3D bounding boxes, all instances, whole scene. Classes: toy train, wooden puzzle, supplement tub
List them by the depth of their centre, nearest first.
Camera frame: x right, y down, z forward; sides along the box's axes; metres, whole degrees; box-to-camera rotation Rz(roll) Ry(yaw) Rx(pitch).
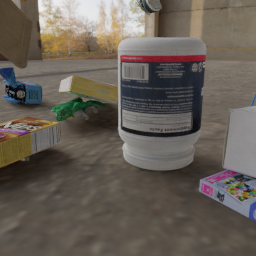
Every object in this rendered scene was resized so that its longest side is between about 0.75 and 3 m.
[{"bbox_3d":[0.660,-0.569,5.829,1.745,2.486,1.745,0,17,0],"label":"supplement tub"},{"bbox_3d":[-3.207,-2.663,7.326,0.331,2.830,1.909,-4,-23,17],"label":"wooden puzzle"},{"bbox_3d":[-4.530,-1.545,11.958,1.281,0.972,2.243,0,12,-34],"label":"toy train"}]

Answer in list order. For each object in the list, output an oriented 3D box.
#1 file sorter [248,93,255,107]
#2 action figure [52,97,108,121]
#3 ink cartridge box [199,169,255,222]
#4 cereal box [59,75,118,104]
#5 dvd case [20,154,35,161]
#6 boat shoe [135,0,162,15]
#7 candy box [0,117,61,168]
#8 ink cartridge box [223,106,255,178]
[{"bbox_3d":[4.581,-0.713,8.011,1.726,1.059,1.198,8,15,-34],"label":"file sorter"},{"bbox_3d":[-1.675,-0.572,8.917,1.463,0.678,2.478,1,10,14],"label":"action figure"},{"bbox_3d":[1.874,1.048,4.363,0.787,0.277,1.320,-11,22,-32],"label":"ink cartridge box"},{"bbox_3d":[-1.256,-1.330,10.150,2.121,0.583,2.948,11,2,-22],"label":"cereal box"},{"bbox_3d":[-2.850,0.471,6.503,1.568,0.125,1.166,1,17,3],"label":"dvd case"},{"bbox_3d":[0.644,-4.154,9.178,0.610,0.739,1.974,-32,35,28],"label":"boat shoe"},{"bbox_3d":[-2.543,0.267,6.018,1.149,0.556,1.969,9,18,29],"label":"candy box"},{"bbox_3d":[3.255,0.232,5.171,1.978,1.117,2.695,15,17,42],"label":"ink cartridge box"}]
